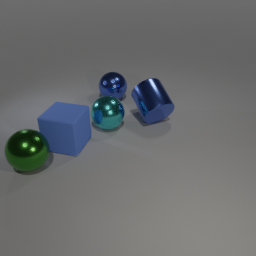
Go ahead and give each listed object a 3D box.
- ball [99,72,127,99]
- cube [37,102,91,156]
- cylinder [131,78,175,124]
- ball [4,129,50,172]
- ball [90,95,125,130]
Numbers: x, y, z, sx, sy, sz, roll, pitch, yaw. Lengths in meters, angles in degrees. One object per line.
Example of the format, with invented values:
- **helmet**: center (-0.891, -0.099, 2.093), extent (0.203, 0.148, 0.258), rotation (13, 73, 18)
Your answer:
- **ball**: center (-0.740, -2.052, 13.760), extent (1.400, 1.400, 1.400), rotation (0, 32, 0)
- **cube**: center (-2.293, 0.001, 10.390), extent (1.400, 1.400, 1.400), rotation (8, 32, 13)
- **cylinder**: center (1.037, -1.130, 11.802), extent (1.400, 1.400, 1.400), rotation (-15, 63, -22)
- **ball**: center (-3.294, 0.728, 9.199), extent (1.400, 1.400, 1.400), rotation (0, 32, 0)
- **ball**: center (-0.832, -0.629, 11.453), extent (1.400, 1.400, 1.400), rotation (0, 32, 0)
